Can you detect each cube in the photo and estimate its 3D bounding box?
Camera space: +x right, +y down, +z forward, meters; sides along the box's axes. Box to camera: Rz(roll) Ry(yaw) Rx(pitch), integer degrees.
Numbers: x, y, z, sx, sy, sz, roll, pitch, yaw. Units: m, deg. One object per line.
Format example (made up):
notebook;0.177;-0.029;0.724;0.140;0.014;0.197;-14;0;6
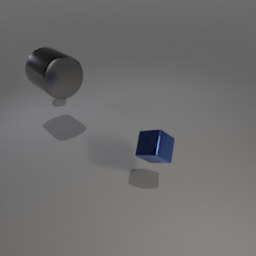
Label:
cube;0.716;0.498;7.364;0.700;0.700;0.700;-5;65;41

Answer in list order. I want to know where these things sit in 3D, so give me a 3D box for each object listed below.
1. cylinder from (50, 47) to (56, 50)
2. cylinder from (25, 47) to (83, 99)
cylinder;-3.172;-2.876;11.487;0.700;0.700;0.700;-6;-1;-10
cylinder;-2.417;-1.815;9.187;1.400;1.400;1.400;-24;38;-34
